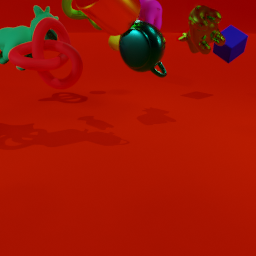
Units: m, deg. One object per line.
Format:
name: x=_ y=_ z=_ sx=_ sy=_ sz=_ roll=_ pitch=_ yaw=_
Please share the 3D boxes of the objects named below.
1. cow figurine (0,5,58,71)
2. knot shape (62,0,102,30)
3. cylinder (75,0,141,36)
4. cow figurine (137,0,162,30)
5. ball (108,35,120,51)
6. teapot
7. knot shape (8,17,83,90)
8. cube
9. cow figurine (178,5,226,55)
cow figurine: x=-2.600 y=-2.316 z=7.087 sx=1.676 sy=1.649 sz=0.920 roll=20 pitch=-12 yaw=29
knot shape: x=-1.300 y=-4.297 z=10.224 sx=2.073 sy=0.958 sz=1.940 roll=10 pitch=0 yaw=-7
cylinder: x=-0.408 y=-2.650 z=5.914 sx=1.012 sy=1.012 sz=1.012 roll=19 pitch=-5 yaw=40
cow figurine: x=0.366 y=-3.148 z=7.144 sx=0.704 sy=1.263 sz=1.283 roll=-6 pitch=19 yaw=-43
ball: x=-0.458 y=-3.596 z=11.773 sx=0.728 sy=0.728 sz=0.728 roll=0 pitch=21 yaw=0
teapot: x=0.354 y=-1.947 z=6.488 sx=1.139 sy=1.832 sz=0.897 roll=-32 pitch=-2 yaw=44
knot shape: x=-1.796 y=-1.810 z=6.523 sx=1.638 sy=1.532 sz=0.757 roll=19 pitch=-20 yaw=-18
cube: x=4.103 y=-3.373 z=11.307 sx=0.911 sy=0.911 sz=0.911 roll=-36 pitch=61 yaw=-9
cow figurine: x=2.086 y=-2.870 z=8.190 sx=0.946 sy=1.724 sz=1.696 roll=-30 pitch=47 yaw=1
